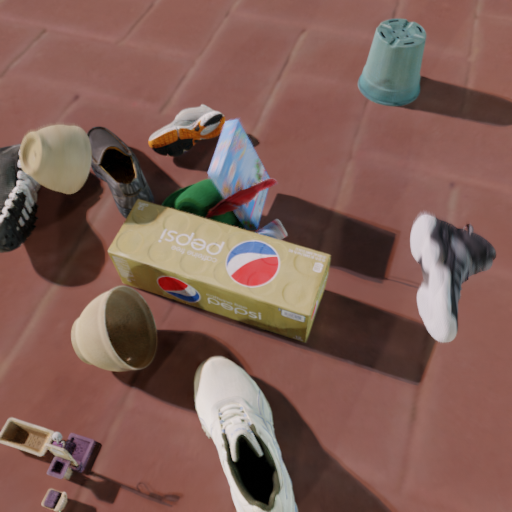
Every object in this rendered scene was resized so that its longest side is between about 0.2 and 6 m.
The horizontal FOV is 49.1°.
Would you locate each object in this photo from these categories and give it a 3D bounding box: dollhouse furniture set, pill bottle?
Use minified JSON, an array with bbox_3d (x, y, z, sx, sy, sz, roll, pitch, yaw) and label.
[{"bbox_3d":[-3.551,3.090,8.748,1.511,1.072,1.197,14,56,10],"label":"dollhouse furniture set"},{"bbox_3d":[0.222,-0.399,11.538,0.758,0.412,0.412,-31,59,0],"label":"pill bottle"}]

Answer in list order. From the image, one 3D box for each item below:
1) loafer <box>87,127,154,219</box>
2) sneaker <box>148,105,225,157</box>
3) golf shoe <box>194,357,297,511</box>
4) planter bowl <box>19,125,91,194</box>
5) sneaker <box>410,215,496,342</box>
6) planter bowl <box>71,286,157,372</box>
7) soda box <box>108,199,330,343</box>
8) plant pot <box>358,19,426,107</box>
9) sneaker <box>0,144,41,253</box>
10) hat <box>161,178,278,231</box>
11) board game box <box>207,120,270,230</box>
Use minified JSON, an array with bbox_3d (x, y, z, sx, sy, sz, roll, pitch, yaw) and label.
[{"bbox_3d":[-3.088,-2.093,12.451,1.033,1.026,2.839,-28,59,-17],"label":"loafer"},{"bbox_3d":[-1.765,-3.038,13.401,1.985,0.751,0.913,-27,51,-27],"label":"sneaker"},{"bbox_3d":[-0.186,2.734,8.760,1.210,1.503,3.091,-21,56,-12],"label":"golf shoe"},{"bbox_3d":[-3.838,-1.855,10.497,0.880,1.308,1.308,1,41,-52],"label":"planter bowl"},{"bbox_3d":[3.010,0.309,8.327,1.127,0.747,1.980,3,64,-10],"label":"sneaker"},{"bbox_3d":[-2.587,1.376,9.872,1.005,1.494,1.494,-19,52,19],"label":"planter bowl"},{"bbox_3d":[-0.682,0.254,10.591,3.911,1.252,1.324,17,61,11],"label":"soda box"},{"bbox_3d":[3.493,-4.940,14.133,1.631,1.598,1.631,0,54,0],"label":"plant pot"},{"bbox_3d":[-5.411,-1.278,11.929,1.415,1.040,3.129,-4,51,1],"label":"sneaker"},{"bbox_3d":[-0.975,-1.298,11.199,2.286,2.012,1.894,-15,62,-9],"label":"hat"},{"bbox_3d":[-0.290,-1.616,11.409,0.335,1.829,1.384,-1,56,25],"label":"board game box"}]
